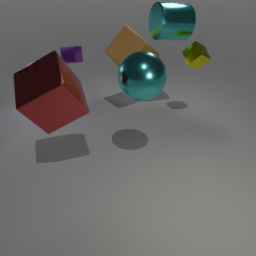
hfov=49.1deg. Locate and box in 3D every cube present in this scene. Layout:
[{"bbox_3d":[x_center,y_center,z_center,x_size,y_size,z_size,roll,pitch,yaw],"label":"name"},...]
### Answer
[{"bbox_3d":[0.182,-3.166,11.830,1.400,1.400,1.400,51,19,25],"label":"cube"},{"bbox_3d":[2.678,-2.829,10.965,0.700,0.700,0.700,7,58,-44],"label":"cube"},{"bbox_3d":[-2.126,-0.959,7.780,1.400,1.400,1.400,-27,53,8],"label":"cube"},{"bbox_3d":[-2.528,-3.299,12.623,0.700,0.700,0.700,2,16,24],"label":"cube"}]

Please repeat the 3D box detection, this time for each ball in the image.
[{"bbox_3d":[0.404,-1.465,7.963,1.400,1.400,1.400,0,29,0],"label":"ball"}]

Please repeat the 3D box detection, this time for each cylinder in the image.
[{"bbox_3d":[1.712,-4.195,11.056,1.400,1.400,1.400,-6,29,-20],"label":"cylinder"}]
